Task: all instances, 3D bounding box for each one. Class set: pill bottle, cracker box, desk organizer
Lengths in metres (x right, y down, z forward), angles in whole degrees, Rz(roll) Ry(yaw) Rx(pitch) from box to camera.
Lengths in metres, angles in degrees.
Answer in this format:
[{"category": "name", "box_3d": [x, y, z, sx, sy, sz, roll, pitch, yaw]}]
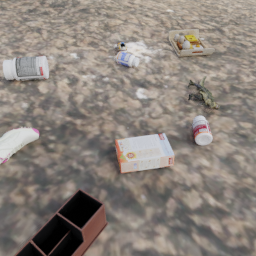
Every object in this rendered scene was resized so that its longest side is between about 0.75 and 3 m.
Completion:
[{"category": "pill bottle", "box_3d": [-5.105, -2.989, 14.094, 2.014, 1.147, 1.147, -5, 43, -6]}, {"category": "pill bottle", "box_3d": [2.936, 0.073, 11.176, 0.660, 0.660, 1.169, 1, 43, 2]}, {"category": "cracker box", "box_3d": [0.580, 0.897, 10.266, 1.950, 0.563, 1.306, -7, 36, -6]}, {"category": "pill bottle", "box_3d": [0.001, -3.714, 15.248, 1.158, 0.649, 0.649, 21, 47, 19]}, {"category": "desk organizer", "box_3d": [-1.838, 3.142, 7.534, 1.054, 1.131, 2.938, 25, 48, 24]}]

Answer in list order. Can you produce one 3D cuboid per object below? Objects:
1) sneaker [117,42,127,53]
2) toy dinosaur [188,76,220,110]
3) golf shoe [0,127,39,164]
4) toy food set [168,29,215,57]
[{"category": "sneaker", "box_3d": [-0.317, -4.787, 16.380, 0.549, 0.660, 1.464, -10, 44, -10]}, {"category": "toy dinosaur", "box_3d": [3.420, -1.684, 13.102, 1.217, 0.655, 2.761, 9, 41, -12]}, {"category": "golf shoe", "box_3d": [-4.509, 0.771, 10.407, 2.549, 0.960, 1.167, -18, 65, -19]}, {"category": "toy food set", "box_3d": [3.701, -5.163, 16.655, 1.972, 0.830, 2.748, -6, 43, -6]}]
